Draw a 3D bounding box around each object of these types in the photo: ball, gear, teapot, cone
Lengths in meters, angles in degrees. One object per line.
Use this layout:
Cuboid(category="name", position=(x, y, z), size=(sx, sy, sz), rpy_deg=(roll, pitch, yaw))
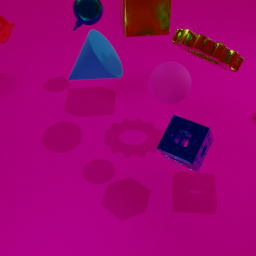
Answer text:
Cuboid(category="ball", position=(0.813, -0.866, 5.440), size=(0.819, 0.819, 0.819), rpy_deg=(0, 52, 0))
Cuboid(category="gear", position=(1.755, -1.723, 6.253), size=(1.605, 0.297, 1.605), rpy_deg=(24, 14, -6))
Cuboid(category="teapot", position=(-3.891, -2.895, 8.408), size=(0.702, 0.891, 1.434), rpy_deg=(27, 42, -3))
Cuboid(category="cone", position=(-0.969, -1.427, 6.591), size=(1.228, 1.224, 1.224), rpy_deg=(-28, 48, 24))
Cuboid(category="teapot", position=(-1.183, -3.350, 8.031), size=(1.374, 0.854, 0.673), rpy_deg=(-54, 22, 8))

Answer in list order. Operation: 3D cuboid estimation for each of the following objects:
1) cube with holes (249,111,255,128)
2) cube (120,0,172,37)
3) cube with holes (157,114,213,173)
Cuboid(category="cube with holes", position=(3.201, -0.083, 5.382), size=(0.973, 0.973, 0.973), rpy_deg=(26, 29, -20))
Cuboid(category="cube", position=(0.405, -3.052, 7.052), size=(1.141, 1.141, 1.141), rpy_deg=(-5, 36, -5))
Cuboid(category="cube with holes", position=(1.159, 0.319, 5.601), size=(0.760, 0.760, 0.760), rpy_deg=(23, 80, 27))
